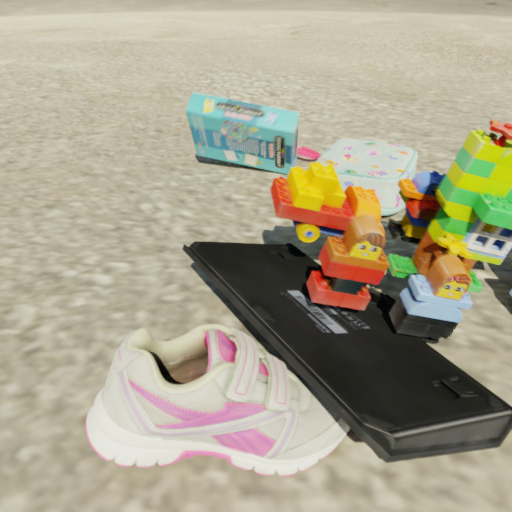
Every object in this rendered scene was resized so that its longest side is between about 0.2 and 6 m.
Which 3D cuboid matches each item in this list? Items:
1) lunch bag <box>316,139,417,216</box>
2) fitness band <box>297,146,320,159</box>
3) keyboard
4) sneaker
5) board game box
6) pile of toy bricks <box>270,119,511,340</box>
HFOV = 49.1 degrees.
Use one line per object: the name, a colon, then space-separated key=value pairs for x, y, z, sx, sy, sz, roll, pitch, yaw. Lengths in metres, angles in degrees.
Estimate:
lunch bag: x=2.184 y=-1.551 z=10.943 sx=1.856 sy=0.892 sz=2.315 roll=14 pitch=32 yaw=19
fitness band: x=1.114 y=-2.420 z=13.028 sx=0.770 sy=0.144 sz=0.553 roll=26 pitch=22 yaw=23
keyboard: x=0.970 y=0.828 z=6.666 sx=2.529 sy=0.540 sz=4.212 roll=1 pitch=24 yaw=-32
sneaker: x=-0.200 y=1.295 z=5.304 sx=2.635 sy=1.162 sz=1.072 roll=5 pitch=26 yaw=-20
board game box: x=-0.243 y=-2.512 z=11.667 sx=2.191 sy=1.654 sz=0.514 roll=13 pitch=70 yaw=7
pile of toy bricks: x=2.591 y=-0.567 z=6.702 sx=4.415 sy=2.179 sz=2.449 roll=10 pitch=36 yaw=-15
